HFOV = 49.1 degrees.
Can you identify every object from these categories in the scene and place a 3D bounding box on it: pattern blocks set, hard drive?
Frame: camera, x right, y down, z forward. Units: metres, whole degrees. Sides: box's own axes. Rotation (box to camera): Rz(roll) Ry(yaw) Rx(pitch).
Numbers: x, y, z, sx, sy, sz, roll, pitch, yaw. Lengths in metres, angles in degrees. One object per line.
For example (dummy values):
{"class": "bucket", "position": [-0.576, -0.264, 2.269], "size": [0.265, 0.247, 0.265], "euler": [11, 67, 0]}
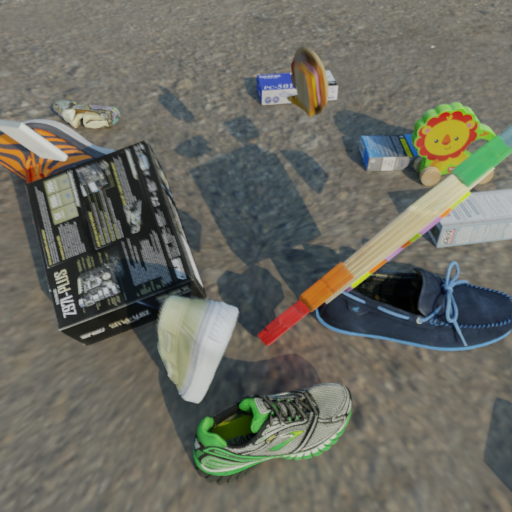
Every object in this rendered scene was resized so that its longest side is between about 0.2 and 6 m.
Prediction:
{"class": "pattern blocks set", "position": [1.723, -0.264, 6.728], "size": [3.488, 3.968, 0.322], "euler": [-35, 82, -27]}
{"class": "hard drive", "position": [-2.711, -1.388, 6.753], "size": [0.495, 0.751, 0.099], "euler": [13, 75, 30]}

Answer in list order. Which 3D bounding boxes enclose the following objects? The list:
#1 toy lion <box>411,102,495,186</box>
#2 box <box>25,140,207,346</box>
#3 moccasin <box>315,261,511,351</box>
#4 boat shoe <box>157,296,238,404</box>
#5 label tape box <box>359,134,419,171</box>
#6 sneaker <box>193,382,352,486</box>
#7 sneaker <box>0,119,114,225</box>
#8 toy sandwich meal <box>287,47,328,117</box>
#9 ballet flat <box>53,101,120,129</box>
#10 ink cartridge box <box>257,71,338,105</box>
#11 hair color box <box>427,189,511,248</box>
{"class": "toy lion", "position": [3.622, -2.053, 10.210], "size": [1.612, 1.545, 0.553], "euler": [-2, 44, -3]}
{"class": "box", "position": [-1.897, -0.175, 7.631], "size": [1.809, 0.951, 2.208], "euler": [-21, 69, -2]}
{"class": "moccasin", "position": [2.248, 0.687, 7.750], "size": [2.804, 0.956, 1.128], "euler": [0, 44, 0]}
{"class": "boat shoe", "position": [-0.715, 0.994, 6.230], "size": [0.715, 2.306, 0.830], "euler": [24, 58, 1]}
{"class": "label tape box", "position": [2.669, -2.041, 11.060], "size": [1.112, 0.352, 0.802], "euler": [-2, 44, -2]}
{"class": "sneaker", "position": [0.247, 1.957, 6.494], "size": [2.023, 0.862, 0.789], "euler": [-18, 46, -19]}
{"class": "sneaker", "position": [-3.481, -1.241, 9.556], "size": [3.307, 1.283, 1.853], "euler": [16, 45, 16]}
{"class": "toy sandwich meal", "position": [0.662, -2.362, 7.704], "size": [0.351, 1.026, 1.026], "euler": [-21, 47, -15]}
{"class": "ballet flat", "position": [-3.693, -2.980, 11.956], "size": [1.530, 0.550, 0.550], "euler": [7, 44, 9]}
{"class": "ink cartridge box", "position": [0.939, -3.908, 13.000], "size": [1.757, 0.388, 0.826], "euler": [-6, 43, -5]}
{"class": "hair color box", "position": [3.710, -0.651, 9.502], "size": [1.613, 0.489, 0.799], "euler": [-6, 44, -7]}
